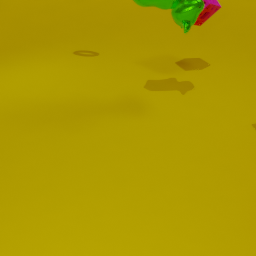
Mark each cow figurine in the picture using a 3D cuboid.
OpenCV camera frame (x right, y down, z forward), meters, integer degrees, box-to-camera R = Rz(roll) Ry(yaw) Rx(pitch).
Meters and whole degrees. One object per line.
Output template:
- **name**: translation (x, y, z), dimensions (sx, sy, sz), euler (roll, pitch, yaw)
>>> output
- **cow figurine**: translation (0.872, -2.968, 6.413), dimensions (1.730, 1.702, 0.949), euler (-8, 43, -2)

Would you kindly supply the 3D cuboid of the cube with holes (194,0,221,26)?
- **cube with holes**: translation (2.140, -3.777, 8.574), dimensions (0.843, 0.843, 0.843), euler (-17, 75, -48)
